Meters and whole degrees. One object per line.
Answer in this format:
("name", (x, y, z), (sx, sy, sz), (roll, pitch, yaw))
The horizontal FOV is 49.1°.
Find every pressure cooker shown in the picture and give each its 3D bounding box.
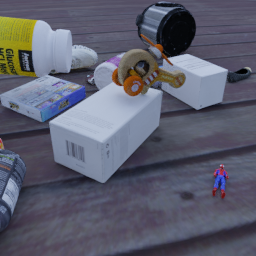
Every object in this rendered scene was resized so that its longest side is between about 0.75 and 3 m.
("pressure cooker", (1.721, -4.916, 13.802), (2.309, 2.274, 2.585), (-38, 41, -7))

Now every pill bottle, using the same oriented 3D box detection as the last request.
("pill bottle", (-2.586, 1.294, 5.224), (0.979, 0.979, 1.843), (-2, 32, -4))
("pill bottle", (-3.266, -2.429, 8.472), (2.976, 1.673, 1.673), (4, 32, -4))
("pill bottle", (-0.266, -2.116, 10.424), (1.151, 1.151, 2.050), (17, 36, 24))

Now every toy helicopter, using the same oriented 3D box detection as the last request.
("toy helicopter", (0.701, -1.487, 7.136), (2.097, 1.387, 0.827), (6, 26, -35))

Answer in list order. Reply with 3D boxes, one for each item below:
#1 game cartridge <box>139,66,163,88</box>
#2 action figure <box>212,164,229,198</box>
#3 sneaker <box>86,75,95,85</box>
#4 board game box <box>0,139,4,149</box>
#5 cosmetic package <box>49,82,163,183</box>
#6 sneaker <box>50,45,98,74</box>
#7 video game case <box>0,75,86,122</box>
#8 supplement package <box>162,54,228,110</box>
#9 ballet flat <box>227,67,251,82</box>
("game cartridge", (1.616, -2.153, 11.255), (2.023, 0.388, 1.312), (-15, 40, -22))
("action figure", (2.056, 1.125, 6.210), (0.320, 0.253, 0.977), (8, 31, 17))
("sneaker", (-1.299, -2.056, 11.072), (0.570, 0.373, 0.986), (18, 37, 30))
("board game box", (-4.347, 0.619, 6.368), (2.521, 0.584, 1.909), (-21, 29, -33))
("cosmetic package", (-0.415, -0.111, 7.194), (1.542, 1.216, 2.867), (19, 36, 26))
("sneaker", (-2.715, -2.766, 11.749), (2.873, 1.080, 1.165), (-1, 48, 0))
("video game case", (-2.788, -1.059, 9.391), (1.868, 0.468, 2.061), (19, 37, 27))
("supplement package", (2.216, -1.642, 9.639), (1.168, 1.182, 1.950), (-18, 36, -25))
("ballet flat", (4.511, -2.207, 11.235), (1.514, 0.430, 0.503), (-26, 40, -34))
